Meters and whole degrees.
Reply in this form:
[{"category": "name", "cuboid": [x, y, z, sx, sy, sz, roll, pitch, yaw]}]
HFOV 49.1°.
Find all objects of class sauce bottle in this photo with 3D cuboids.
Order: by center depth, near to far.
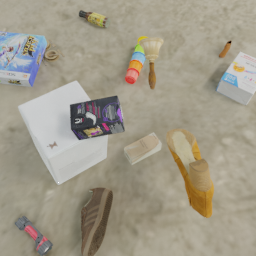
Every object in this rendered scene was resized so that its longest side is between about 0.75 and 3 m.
[{"category": "sauce bottle", "cuboid": [-1.716, -5.555, 14.193, 1.674, 0.542, 0.542, 24, 61, 16]}]

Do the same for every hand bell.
[{"category": "hand bell", "cuboid": [0.871, -2.260, 10.101, 0.906, 0.906, 1.739, -2, 87, -1]}]

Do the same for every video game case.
[{"category": "video game case", "cuboid": [-5.080, -3.122, 12.488, 2.281, 0.572, 2.517, 7, 65, 4]}]

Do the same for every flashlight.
[{"category": "flashlight", "cuboid": [-2.966, 3.348, 8.730, 1.390, 0.470, 0.472, 35, 65, 18]}]

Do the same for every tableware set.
[{"category": "tableware set", "cuboid": [-3.797, -3.677, 13.143, 1.027, 0.311, 1.554, -32, 63, -18]}]

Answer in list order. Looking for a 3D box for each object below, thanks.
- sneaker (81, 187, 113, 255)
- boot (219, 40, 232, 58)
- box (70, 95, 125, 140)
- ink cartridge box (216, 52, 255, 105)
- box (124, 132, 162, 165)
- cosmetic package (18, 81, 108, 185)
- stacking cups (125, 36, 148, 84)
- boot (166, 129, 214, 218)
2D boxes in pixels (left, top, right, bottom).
[{"category": "sneaker", "cuboid": [-1.141, 2.959, 8.936, 0.831, 0.775, 2.201, 2, 53, 24]}, {"category": "boot", "cuboid": [4.523, -3.640, 12.949, 0.778, 0.604, 0.298, -40, 66, -21]}, {"category": "box", "cuboid": [-0.841, -0.268, 7.746, 1.363, 0.723, 0.833, -10, 62, 4]}, {"category": "ink cartridge box", "cuboid": [5.023, -2.302, 11.991, 1.413, 0.833, 2.454, 31, 63, 17]}, {"category": "box", "cuboid": [0.544, 0.756, 10.296, 1.288, 0.501, 0.612, -27, 62, -15]}, {"category": "cosmetic package", "cuboid": [-2.035, 0.234, 9.328, 2.044, 2.458, 2.057, -28, 68, -19]}, {"category": "stacking cups", "cuboid": [0.494, -3.003, 12.555, 0.732, 0.732, 2.420, 13, 63, 8]}, {"category": "boot", "cuboid": [1.759, 1.263, 8.213, 0.872, 1.773, 2.477, -13, 30, -5]}]
